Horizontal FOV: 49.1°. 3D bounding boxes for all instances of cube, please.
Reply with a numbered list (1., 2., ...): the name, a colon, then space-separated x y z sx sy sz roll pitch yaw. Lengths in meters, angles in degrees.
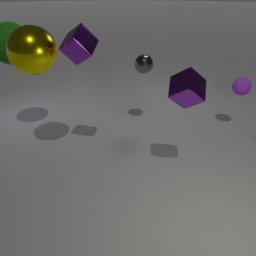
1. cube: 1.560 -1.032 7.357 0.700 0.700 0.700 -20 51 45
2. cube: -1.366 -2.328 7.818 0.700 0.700 0.700 -18 43 41

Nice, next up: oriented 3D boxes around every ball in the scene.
1. ball: -3.952 -2.843 9.437 1.400 1.400 1.400 0 28 0
2. ball: 4.351 -1.593 10.704 0.700 0.700 0.700 0 28 0
3. ball: -2.715 -2.197 7.967 1.400 1.400 1.400 0 28 0
4. ball: 0.596 -2.385 10.450 0.700 0.700 0.700 0 28 0
